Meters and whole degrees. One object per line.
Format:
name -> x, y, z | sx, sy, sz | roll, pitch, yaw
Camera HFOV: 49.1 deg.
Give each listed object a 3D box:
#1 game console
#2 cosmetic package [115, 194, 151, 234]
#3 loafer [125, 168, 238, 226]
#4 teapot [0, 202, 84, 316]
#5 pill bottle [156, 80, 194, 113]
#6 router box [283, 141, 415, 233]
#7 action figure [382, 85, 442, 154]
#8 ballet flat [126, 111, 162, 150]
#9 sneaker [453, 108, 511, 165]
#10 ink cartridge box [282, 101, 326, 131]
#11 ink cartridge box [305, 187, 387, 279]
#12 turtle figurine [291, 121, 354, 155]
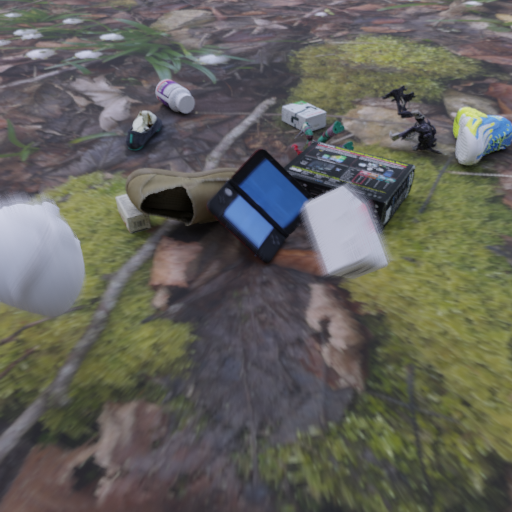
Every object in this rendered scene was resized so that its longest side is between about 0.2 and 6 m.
game console -> 0.112, -0.803, 8.985 | 1.377, 0.818, 1.187 | 43, 43, -7
cosmetic package -> -2.170, -0.765, 9.879 | 0.404, 0.341, 0.782 | -16, 40, -19
loafer -> -0.966, -0.938, 9.573 | 2.482, 0.944, 0.837 | -2, 41, -10
teapot -> -2.555, -0.080, 6.345 | 1.529, 1.117, 1.509 | 27, -1, 18
pill bottle -> -1.988, -3.928, 13.893 | 0.612, 0.612, 1.099 | -22, 42, -27
router box -> 1.644, -1.339, 10.371 | 2.126, 0.660, 1.593 | 20, 41, 24
action figure -> 3.382, -2.814, 12.224 | 0.984, 0.845, 1.656 | -7, 69, -57
ballet flat -> -2.511, -2.939, 12.632 | 0.576, 0.576, 1.578 | 7, 37, 9
sneaker -> 4.885, -2.560, 11.834 | 1.226, 0.884, 2.335 | 8, 37, 10
ink cartridge box -> 1.131, -3.293, 13.232 | 0.660, 0.374, 0.900 | -24, 43, -29
ink cartridge box -> 1.065, -0.226, 6.483 | 0.497, 0.853, 1.178 | -23, -13, 19
turtle figurine -> 1.331, -2.248, 11.531 | 1.369, 1.025, 0.689 | -7, 46, 56
